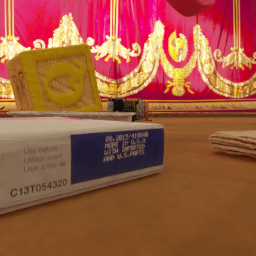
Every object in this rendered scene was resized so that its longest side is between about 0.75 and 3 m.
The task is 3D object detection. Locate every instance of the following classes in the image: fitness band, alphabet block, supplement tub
[{"bbox_3d":[0.967,-3.005,5.207,0.480,1.841,2.564,-27,10,36],"label":"fitness band"},{"bbox_3d":[-2.781,-1.555,10.384,2.527,2.540,2.587,-19,14,-29],"label":"alphabet block"},{"bbox_3d":[-0.008,-0.746,12.303,1.796,1.100,1.100,0,4,0],"label":"supplement tub"}]

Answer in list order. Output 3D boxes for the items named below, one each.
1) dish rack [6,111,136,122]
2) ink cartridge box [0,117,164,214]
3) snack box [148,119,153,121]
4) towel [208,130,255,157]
[{"bbox_3d":[-1.213,-0.116,6.886,2.767,0.602,2.375,0,3,5],"label":"dish rack"},{"bbox_3d":[-1.565,0.181,2.791,2.811,0.609,2.760,6,7,43],"label":"ink cartridge box"},{"bbox_3d":[0.887,-0.416,14.718,0.814,0.099,0.292,1,4,9],"label":"snack box"},{"bbox_3d":[2.231,0.231,4.038,1.875,0.323,1.243,-1,6,-24],"label":"towel"}]
